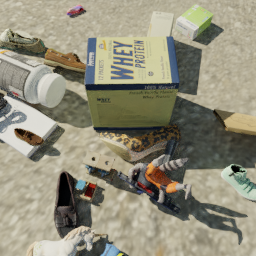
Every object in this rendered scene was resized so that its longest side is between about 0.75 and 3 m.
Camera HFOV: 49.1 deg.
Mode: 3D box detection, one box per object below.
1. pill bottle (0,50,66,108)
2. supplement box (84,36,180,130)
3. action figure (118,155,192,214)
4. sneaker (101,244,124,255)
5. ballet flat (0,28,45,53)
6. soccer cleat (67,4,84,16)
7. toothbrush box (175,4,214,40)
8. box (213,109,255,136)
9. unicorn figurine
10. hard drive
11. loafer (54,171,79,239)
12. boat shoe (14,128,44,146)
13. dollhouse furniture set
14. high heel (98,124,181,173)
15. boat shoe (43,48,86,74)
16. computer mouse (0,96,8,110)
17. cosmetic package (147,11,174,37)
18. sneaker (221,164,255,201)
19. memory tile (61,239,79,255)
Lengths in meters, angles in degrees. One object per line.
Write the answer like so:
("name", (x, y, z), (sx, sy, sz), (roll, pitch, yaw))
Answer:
("pill bottle", (-3.898, -1.870, 10.839), (2.729, 1.588, 1.588), (24, 64, 13))
("supplement box", (0.092, -1.438, 9.851), (2.892, 2.889, 1.941), (-1, 61, -1))
("action figure", (1.067, 1.649, 8.715), (2.436, 2.356, 1.274), (37, 67, -17))
("sneaker", (-0.882, 4.263, 8.078), (0.728, 0.612, 1.857), (25, 63, 25))
("ballet flat", (-4.864, -3.941, 12.371), (2.408, 0.907, 0.817), (12, 63, 7))
("soccer cleat", (-2.594, -5.741, 13.728), (0.914, 0.305, 0.349), (-39, 75, -21))
("toothbrush box", (3.084, -4.960, 13.087), (1.069, 0.632, 1.468), (39, 67, 18))
("box", (4.189, -0.161, 9.961), (1.983, 0.211, 1.621), (9, 25, -6))
("unicorn figurine", (-1.955, 3.689, 8.145), (2.431, 0.898, 1.669), (1, 51, 7))
("hard drive", (-4.164, -0.152, 10.620), (2.482, 0.315, 1.638), (30, 65, 15))
("loafer", (-2.035, 2.439, 8.971), (0.791, 0.693, 2.201), (-7, 61, -6))
("boat shoe", (-3.551, 0.300, 9.957), (1.162, 0.393, 0.418), (20, 63, 11))
("dollhouse furniture set", (-1.076, 1.659, 9.252), (0.965, 0.970, 1.377), (15, 61, 8))
("high heel", (0.483, 0.268, 10.084), (2.730, 0.975, 1.946), (23, 59, 6))
("boat shoe", (-2.365, -2.771, 11.607), (2.299, 0.827, 0.782), (14, 92, 3))
("computer mouse", (-5.492, -1.013, 10.817), (1.505, 0.573, 2.173), (-33, 52, -12))
("cosmetic package", (1.256, -3.478, 11.860), (0.947, 1.402, 2.666), (10, 60, 7))
("sneaker", (3.858, 1.800, 9.225), (1.503, 0.886, 0.553), (36, 65, 16))
("memory tile", (-2.044, 3.982, 8.481), (0.778, 0.085, 1.015), (33, 66, 16))
